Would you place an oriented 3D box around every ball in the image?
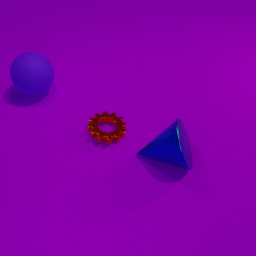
[{"bbox_3d":[-3.088,-1.768,9.071,1.361,1.361,1.361,0,51,0],"label":"ball"}]

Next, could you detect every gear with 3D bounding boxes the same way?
[{"bbox_3d":[-0.627,-0.027,8.373,1.138,0.211,1.138,5,47,-5],"label":"gear"}]

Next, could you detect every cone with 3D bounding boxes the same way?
[{"bbox_3d":[0.877,0.575,7.648,1.422,1.417,1.417,-14,47,21],"label":"cone"}]
